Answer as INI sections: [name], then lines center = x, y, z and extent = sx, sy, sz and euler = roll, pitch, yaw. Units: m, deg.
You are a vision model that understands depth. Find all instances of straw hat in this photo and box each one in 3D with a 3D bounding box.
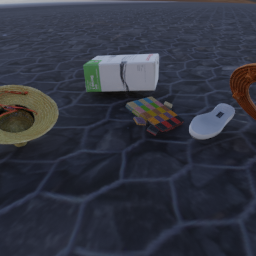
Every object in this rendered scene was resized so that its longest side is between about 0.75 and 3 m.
[straw hat]
center = -2.827, -0.090, 7.097
extent = 2.208, 0.935, 2.208
euler = 7, 43, -6

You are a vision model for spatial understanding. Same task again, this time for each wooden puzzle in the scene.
[wooden puzzle]
center = 0.773, -0.395, 7.889
extent = 1.298, 0.154, 2.189
euler = 39, 33, 22

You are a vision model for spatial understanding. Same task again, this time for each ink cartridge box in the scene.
[ink cartridge box]
center = -0.141, -2.016, 10.097
extent = 2.445, 1.031, 1.786
euler = 1, 24, 11

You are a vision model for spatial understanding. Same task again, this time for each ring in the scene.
[ring]
center = 3.570, -0.402, 6.466
extent = 0.274, 2.851, 2.851
euler = -50, 45, -6

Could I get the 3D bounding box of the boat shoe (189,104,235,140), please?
[boat shoe]
center = 2.157, -0.055, 7.343
extent = 0.686, 0.650, 1.961
euler = 34, 41, 22
